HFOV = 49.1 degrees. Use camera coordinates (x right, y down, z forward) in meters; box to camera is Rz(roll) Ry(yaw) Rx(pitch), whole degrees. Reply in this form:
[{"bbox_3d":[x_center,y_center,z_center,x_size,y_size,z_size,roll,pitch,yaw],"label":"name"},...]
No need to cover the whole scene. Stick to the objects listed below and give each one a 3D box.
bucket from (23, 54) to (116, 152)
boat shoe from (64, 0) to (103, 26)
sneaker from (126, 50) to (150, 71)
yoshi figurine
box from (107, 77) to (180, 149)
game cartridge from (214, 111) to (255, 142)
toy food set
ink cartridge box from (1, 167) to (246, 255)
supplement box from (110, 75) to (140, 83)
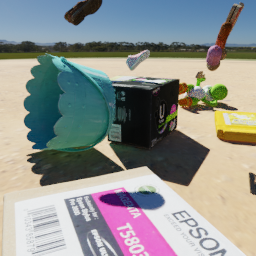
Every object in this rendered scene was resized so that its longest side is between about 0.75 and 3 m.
[{"bbox_3d":[-1.560,-0.574,7.321,1.614,2.480,2.480,1,13,-37],"label":"bucket"},{"bbox_3d":[-0.848,-2.288,5.309,0.293,0.311,0.863,32,61,21],"label":"boat shoe"},{"bbox_3d":[0.257,-2.112,8.367,0.411,0.786,0.296,54,14,27],"label":"sneaker"},{"bbox_3d":[3.478,-1.593,12.580,2.492,1.400,1.395,-7,34,-29],"label":"yoshi figurine"},{"bbox_3d":[0.522,-0.583,8.442,1.425,1.702,2.292,9,20,27],"label":"box"},{"bbox_3d":[3.916,-0.087,9.089,2.084,0.383,2.364,4,17,13],"label":"game cartridge"},{"bbox_3d":[2.366,-2.117,6.933,0.321,2.041,1.297,31,21,18],"label":"toy food set"},{"bbox_3d":[-0.178,1.491,3.043,2.160,0.985,2.622,-8,18,-21],"label":"ink cartridge box"},{"bbox_3d":[-0.149,-1.087,10.346,1.020,1.520,1.518,6,18,18],"label":"supplement box"}]
